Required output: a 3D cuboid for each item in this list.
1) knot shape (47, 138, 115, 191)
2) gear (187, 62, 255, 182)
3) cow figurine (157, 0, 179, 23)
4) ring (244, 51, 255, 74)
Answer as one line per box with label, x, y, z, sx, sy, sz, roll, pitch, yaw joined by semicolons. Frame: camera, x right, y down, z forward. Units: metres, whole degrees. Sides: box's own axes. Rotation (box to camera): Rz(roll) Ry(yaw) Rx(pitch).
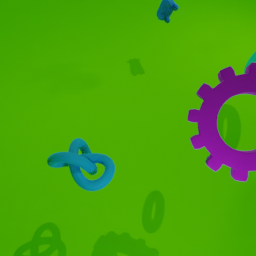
knot shape;-0.798;0.584;4.976;1.133;0.523;1.060;22;15;-7
gear;1.717;-0.080;4.058;1.647;0.305;1.647;0;91;11
cow figurine;1.261;-4.144;9.353;0.574;1.047;1.030;11;38;-33
ring;2.452;-1.145;4.653;0.223;1.116;1.116;39;51;-21
